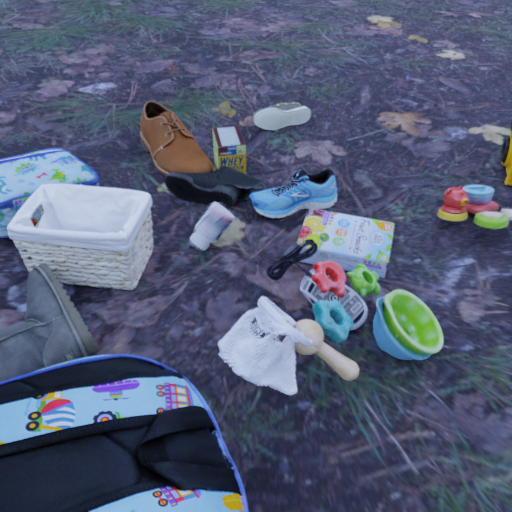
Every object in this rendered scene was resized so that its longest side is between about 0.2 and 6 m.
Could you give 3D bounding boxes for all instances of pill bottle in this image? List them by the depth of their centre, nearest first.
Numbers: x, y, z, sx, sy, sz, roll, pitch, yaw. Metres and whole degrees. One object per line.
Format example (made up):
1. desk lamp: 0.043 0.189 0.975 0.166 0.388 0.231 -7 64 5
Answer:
1. pill bottle: -0.950 -0.608 11.802 0.939 0.561 0.561 -51 47 9

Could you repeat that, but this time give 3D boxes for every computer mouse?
1. computer mouse: 1.211 0.616 10.413 1.090 0.436 1.987 -43 73 -4

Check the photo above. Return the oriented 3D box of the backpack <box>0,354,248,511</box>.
1. backpack: -2.254 3.107 5.724 4.233 2.848 3.865 -16 42 -18

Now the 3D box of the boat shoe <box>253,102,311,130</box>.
1. boat shoe: 0.682 -4.117 16.371 1.847 0.660 0.552 -12 41 -24

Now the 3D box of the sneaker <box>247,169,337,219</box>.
1. sneaker: 0.836 -1.564 12.920 2.216 0.997 0.868 -14 42 -18

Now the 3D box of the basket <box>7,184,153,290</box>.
1. basket: -3.317 -0.357 11.089 2.376 1.466 1.611 5 40 8

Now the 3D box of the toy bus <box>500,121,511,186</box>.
1. toy bus: 6.667 -2.467 13.415 1.305 1.923 1.846 13 48 15

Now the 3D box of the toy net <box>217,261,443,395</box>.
1. toy net: 1.160 0.875 8.732 4.193 0.810 2.199 -1 57 -42

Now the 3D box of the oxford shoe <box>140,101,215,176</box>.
1. oxford shoe: -2.178 -2.980 14.523 1.245 1.244 3.491 -22 46 -27

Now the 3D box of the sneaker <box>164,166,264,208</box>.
1. sneaker: -0.997 -1.738 13.467 2.179 0.654 1.137 18 43 13

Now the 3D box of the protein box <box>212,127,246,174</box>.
1. protein box: -0.675 -2.552 14.121 0.697 1.026 1.033 -6 40 -8

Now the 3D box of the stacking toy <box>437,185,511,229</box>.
1. stacking toy: 4.996 -1.203 12.363 1.612 0.681 1.460 -22 30 -39

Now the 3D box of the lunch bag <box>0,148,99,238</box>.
1. lunch bag: -5.102 -1.508 12.632 2.680 1.105 2.155 -21 43 -35

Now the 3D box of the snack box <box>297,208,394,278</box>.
1. snack box: 1.863 -0.303 11.740 1.871 0.496 1.330 12 44 11

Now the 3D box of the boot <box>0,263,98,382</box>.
1. boot: -4.413 1.446 9.429 2.801 1.016 2.547 -28 45 -21
